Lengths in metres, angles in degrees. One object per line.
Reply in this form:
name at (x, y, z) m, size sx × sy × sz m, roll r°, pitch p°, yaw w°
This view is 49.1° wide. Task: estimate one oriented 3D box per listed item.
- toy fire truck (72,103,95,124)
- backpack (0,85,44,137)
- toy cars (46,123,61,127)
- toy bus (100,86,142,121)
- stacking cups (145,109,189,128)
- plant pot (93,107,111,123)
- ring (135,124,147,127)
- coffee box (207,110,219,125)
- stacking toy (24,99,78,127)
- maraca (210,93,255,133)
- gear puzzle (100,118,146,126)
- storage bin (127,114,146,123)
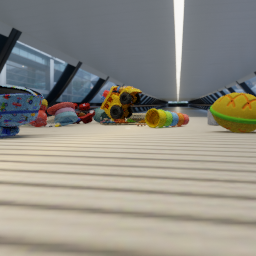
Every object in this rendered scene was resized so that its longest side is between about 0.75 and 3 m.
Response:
toy fire truck at (-2.973, -0.648, 16.229) m, size 1.948 × 1.092 × 1.636 m, roll 0°, pitch 27°, yaw 17°
backpack at (-3.206, -0.437, 7.228) m, size 1.952 × 1.313 × 1.782 m, roll -1°, pitch 3°, yaw -3°
toy cars at (-3.297, -0.126, 12.409) m, size 0.799 × 0.177 × 0.358 m, roll -2°, pitch 3°, yaw -39°
toy bus at (-0.592, -1.708, 16.331) m, size 2.161 × 2.251 × 1.527 m, roll 42°, pitch 23°, yaw 21°
stacking cups at (1.901, -0.421, 12.371) m, size 0.810 × 0.810 × 2.678 m, roll 3°, pitch 3°, yaw 43°
plant pot at (-1.582, -0.748, 17.623) m, size 1.018 × 1.018 × 0.997 m, roll -1°, pitch 11°, yaw -25°
ring at (0.967, -0.131, 13.055) m, size 1.248 × 0.120 × 1.248 m, roll -1°, pitch 2°, yaw 0°
coffee box at (5.314, -0.565, 14.455) m, size 2.098 × 0.836 × 1.200 m, roll 0°, pitch 3°, yaw -2°
stacking toy at (-3.864, -0.317, 13.378) m, size 2.641 × 1.115 × 2.390 m, roll 1°, pitch -25°, yaw -44°
maraca at (3.819, -0.447, 8.933) m, size 2.358 × 1.261 × 1.617 m, roll 12°, pitch 28°, yaw 24°
gear puzzle at (-0.056, -0.349, 14.900) m, size 2.745 × 0.359 × 1.422 m, roll -1°, pitch 3°, yaw -16°
storage bin at (0.715, -0.624, 17.865) m, size 1.345 × 0.630 × 1.335 m, roll 1°, pitch 4°, yaw 13°
